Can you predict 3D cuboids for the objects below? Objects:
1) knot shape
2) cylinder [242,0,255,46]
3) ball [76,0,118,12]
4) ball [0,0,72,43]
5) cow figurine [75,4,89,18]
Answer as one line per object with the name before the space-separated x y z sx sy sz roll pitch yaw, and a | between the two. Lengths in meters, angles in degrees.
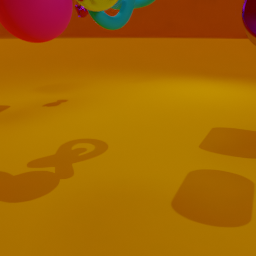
knot shape | -0.004 -2.950 6.026 0.825 1.785 1.670 44 20 14
cylinder | 3.501 -2.666 6.686 1.377 1.377 1.377 9 10 25
ball | -0.543 -2.526 4.836 0.951 0.951 0.951 0 19 0
ball | -1.571 -2.077 4.659 1.269 1.269 1.269 0 19 0
cow figurine | -1.462 -4.266 10.106 0.522 0.951 0.936 34 -14 14
